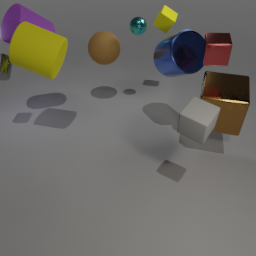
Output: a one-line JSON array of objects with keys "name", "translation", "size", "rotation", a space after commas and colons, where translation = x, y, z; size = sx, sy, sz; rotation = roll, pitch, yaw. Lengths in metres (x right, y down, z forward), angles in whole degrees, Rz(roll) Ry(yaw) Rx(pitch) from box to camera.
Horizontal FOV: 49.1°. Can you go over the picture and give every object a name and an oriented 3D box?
[{"name": "ball", "translation": [-1.020, -3.427, 12.018], "size": [1.400, 1.400, 1.400], "rotation": [0, 31, 0]}, {"name": "ball", "translation": [0.406, -4.045, 11.124], "size": [0.700, 0.700, 0.700], "rotation": [0, 31, 0]}, {"name": "cube", "translation": [3.021, -0.804, 9.034], "size": [1.400, 1.400, 1.400], "rotation": [10, 48, 13]}, {"name": "cylinder", "translation": [-3.647, -3.530, 10.206], "size": [1.400, 1.400, 1.400], "rotation": [30, 9, 40]}, {"name": "cylinder", "translation": [1.777, -2.511, 9.647], "size": [1.400, 1.400, 1.400], "rotation": [-11, 9, -17]}, {"name": "cube", "translation": [2.579, -2.290, 8.147], "size": [0.700, 0.700, 0.700], "rotation": [4, 46, 9]}, {"name": "cylinder", "translation": [-2.838, -2.463, 8.983], "size": [1.400, 1.400, 1.400], "rotation": [21, 31, -7]}, {"name": "cylinder", "translation": [-4.364, -2.091, 9.598], "size": [0.700, 0.700, 0.700], "rotation": [2, 74, 3]}, {"name": "cube", "translation": [1.621, -4.684, 12.089], "size": [0.700, 0.700, 0.700], "rotation": [29, 52, -12]}, {"name": "cube", "translation": [1.670, -0.182, 6.686], "size": [0.700, 0.700, 0.700], "rotation": [28, 56, 24]}]
